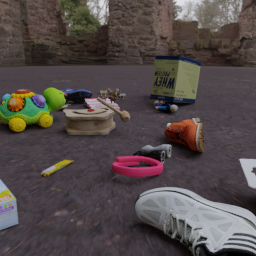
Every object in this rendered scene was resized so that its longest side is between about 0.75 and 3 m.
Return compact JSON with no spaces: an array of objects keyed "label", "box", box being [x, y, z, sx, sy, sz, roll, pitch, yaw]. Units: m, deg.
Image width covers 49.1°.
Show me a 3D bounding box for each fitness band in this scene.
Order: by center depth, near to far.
[{"label":"fitness band","box":[0.232,0.939,6.835,1.321,0.247,0.949,0,13,-37]}]

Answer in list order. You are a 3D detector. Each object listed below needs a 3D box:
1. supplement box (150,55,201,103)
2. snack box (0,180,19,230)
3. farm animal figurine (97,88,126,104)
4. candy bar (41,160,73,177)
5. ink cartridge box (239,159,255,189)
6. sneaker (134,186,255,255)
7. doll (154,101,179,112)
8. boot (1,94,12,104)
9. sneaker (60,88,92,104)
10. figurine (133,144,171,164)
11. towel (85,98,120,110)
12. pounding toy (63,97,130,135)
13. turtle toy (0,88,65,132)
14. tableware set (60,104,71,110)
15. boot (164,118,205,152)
[{"label":"supplement box","box":[2.556,-2.551,14.959,1.522,2.265,2.267,14,11,41]},{"label":"snack box","box":[-2.923,1.365,5.003,1.385,0.556,1.642,-12,21,-38]},{"label":"farm animal figurine","box":[-0.785,-1.645,13.471,1.064,0.561,1.076,-14,-21,27]},{"label":"candy bar","box":[-1.785,0.990,7.108,0.260,0.116,1.043,4,17,27]},{"label":"ink cartridge box","box":[3.283,1.221,5.038,2.357,0.800,1.357,4,16,13]},{"label":"sneaker","box":[0.927,1.497,4.173,1.990,0.751,1.145,8,16,18]},{"label":"doll","box":[1.841,-1.007,13.495,1.166,0.414,1.708,-2,13,-21]},{"label":"boot","box":[-5.068,-1.029,13.630,2.013,0.732,2.138,1,21,-26]},{"label":"sneaker","box":[-3.079,-1.854,15.395,2.192,0.826,0.860,-2,37,-12]},{"label":"figurine","box":[0.684,0.681,7.817,0.859,0.379,0.881,4,15,28]},{"label":"towel","box":[-1.365,-1.169,14.320,1.465,0.300,2.003,-5,21,-17]},{"label":"pounding toy","box":[-1.170,-0.599,10.288,2.451,1.406,1.402,0,20,-2]},{"label":"turtle toy","box":[-3.800,-0.836,11.119,2.773,1.401,2.021,-12,20,-36]},{"label":"tableware set","box":[-3.326,-1.004,13.955,0.645,0.195,0.975,-28,24,-36]},{"label":"boot","box":[1.738,0.235,8.702,1.210,0.847,2.257,-4,10,7]}]
